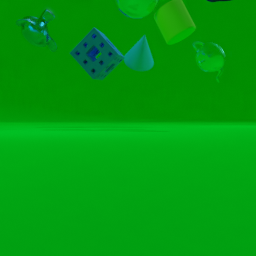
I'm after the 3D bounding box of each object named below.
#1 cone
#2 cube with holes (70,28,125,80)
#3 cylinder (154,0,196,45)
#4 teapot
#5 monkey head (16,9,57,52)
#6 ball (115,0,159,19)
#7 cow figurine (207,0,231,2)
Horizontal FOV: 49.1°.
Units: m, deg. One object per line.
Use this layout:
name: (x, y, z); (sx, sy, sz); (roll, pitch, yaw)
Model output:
cone: (0.617, -3.589, 12.677); (1.428, 1.428, 1.433); (0, -36, -11)
cube with holes: (-1.139, -2.794, 10.807); (1.308, 1.308, 1.308); (-42, -1, 13)
cylinder: (1.230, -2.782, 7.391); (0.832, 0.832, 0.832); (-26, -3, -1)
teapot: (3.140, -2.611, 10.804); (0.913, 1.865, 1.159); (-32, -9, -15)
monkey head: (-2.697, -3.057, 8.608); (1.064, 0.891, 1.479); (-32, -38, 20)
ball: (0.218, -3.383, 7.072); (1.158, 1.158, 1.158); (0, 1, 0)
cow figurine: (1.609, -3.389, 6.287); (1.536, 1.561, 0.857); (-10, -31, 3)
